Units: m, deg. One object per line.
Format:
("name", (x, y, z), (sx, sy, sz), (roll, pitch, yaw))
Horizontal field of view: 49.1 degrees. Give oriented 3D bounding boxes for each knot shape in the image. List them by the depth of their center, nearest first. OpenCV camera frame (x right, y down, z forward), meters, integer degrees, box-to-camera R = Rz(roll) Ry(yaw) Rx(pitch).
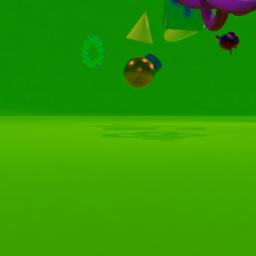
("knot shape", (2.000, -3.047, 6.656), (1.971, 0.911, 1.844), (32, 4, 5))

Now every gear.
("gear", (-1.467, -3.183, 11.730), (1.238, 1.238, 0.229), (2, 12, 31))

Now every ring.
("ring", (2.210, -3.845, 10.817), (1.723, 0.345, 1.723), (-23, 26, 11))

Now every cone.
("cone", (0.567, -3.978, 10.988), (1.074, 1.078, 1.074), (11, 19, -4))

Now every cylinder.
("cylinder", (0.902, -2.650, 12.268), (0.863, 0.863, 0.863), (-2, -31, -42))

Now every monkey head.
("monkey head", (3.400, -2.848, 9.469), (0.603, 1.001, 0.720), (-31, -31, 9))

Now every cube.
("cube", (1.822, -3.862, 9.110), (1.178, 1.178, 1.178), (4, 26, -2))

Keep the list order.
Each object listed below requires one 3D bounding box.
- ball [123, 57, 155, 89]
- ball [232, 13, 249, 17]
("ball", (0.404, -2.004, 10.172), (1.147, 1.147, 1.147), (0, 3, 0))
("ball", (3.578, -3.998, 8.833), (0.896, 0.896, 0.896), (0, 3, 0))
